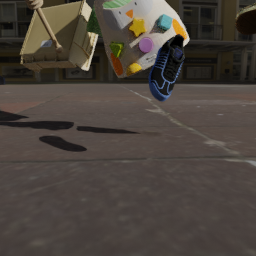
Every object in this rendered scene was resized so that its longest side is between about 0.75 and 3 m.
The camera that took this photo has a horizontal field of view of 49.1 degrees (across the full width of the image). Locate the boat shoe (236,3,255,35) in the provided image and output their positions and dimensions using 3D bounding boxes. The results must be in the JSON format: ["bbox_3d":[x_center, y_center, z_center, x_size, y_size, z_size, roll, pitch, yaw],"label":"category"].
[{"bbox_3d":[3.421,-2.581,6.019,2.083,0.763,0.653,-2,43,22],"label":"boat shoe"}]

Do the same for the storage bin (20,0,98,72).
[{"bbox_3d":[-2.364,-3.088,9.828,2.301,2.284,1.078,5,-16,28],"label":"storage bin"}]

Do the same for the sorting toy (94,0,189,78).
[{"bbox_3d":[0.201,-2.621,7.179,2.283,2.055,1.219,-26,19,12],"label":"sorting toy"}]

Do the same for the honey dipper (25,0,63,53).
[{"bbox_3d":[-2.141,-2.692,7.239,0.395,0.395,2.081,2,-29,11],"label":"honey dipper"}]

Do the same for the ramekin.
[{"bbox_3d":[-0.449,-3.437,8.216,0.849,1.738,1.738,28,9,-7],"label":"ramekin"}]

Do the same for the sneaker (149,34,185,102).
[{"bbox_3d":[0.782,-1.201,5.381,0.504,1.437,0.560,22,-31,-20],"label":"sneaker"}]
